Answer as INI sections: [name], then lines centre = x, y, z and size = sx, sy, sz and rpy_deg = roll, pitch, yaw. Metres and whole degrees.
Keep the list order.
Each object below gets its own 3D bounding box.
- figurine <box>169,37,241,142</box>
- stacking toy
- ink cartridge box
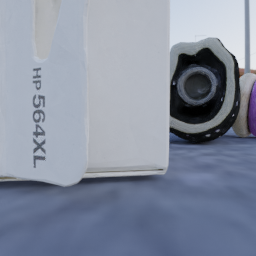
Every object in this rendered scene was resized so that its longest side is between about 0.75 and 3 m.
[figurine]
centre = 0.329, -0.265, 4.080
size = 2.404, 1.035, 2.345
rpy_deg = 0, -6, 21
[stacking toy]
centre = 2.389, -0.182, 3.338
size = 2.090, 0.892, 0.892
rpy_deg = 10, 7, 36
[ink cartridge box]
centre = -0.580, -0.442, 1.677
size = 1.231, 1.264, 1.966
rpy_deg = -1, 1, -13
